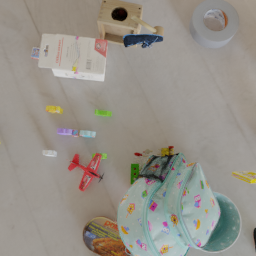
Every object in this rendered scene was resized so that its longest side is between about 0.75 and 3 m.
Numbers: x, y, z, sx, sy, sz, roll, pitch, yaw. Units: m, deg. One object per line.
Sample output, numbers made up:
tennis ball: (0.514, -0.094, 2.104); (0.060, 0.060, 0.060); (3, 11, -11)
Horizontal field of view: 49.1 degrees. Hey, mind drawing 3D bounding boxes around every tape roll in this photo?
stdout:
tape roll: (3.489, -4.252, 11.431); (1.888, 0.624, 1.888); (0, 81, 0)

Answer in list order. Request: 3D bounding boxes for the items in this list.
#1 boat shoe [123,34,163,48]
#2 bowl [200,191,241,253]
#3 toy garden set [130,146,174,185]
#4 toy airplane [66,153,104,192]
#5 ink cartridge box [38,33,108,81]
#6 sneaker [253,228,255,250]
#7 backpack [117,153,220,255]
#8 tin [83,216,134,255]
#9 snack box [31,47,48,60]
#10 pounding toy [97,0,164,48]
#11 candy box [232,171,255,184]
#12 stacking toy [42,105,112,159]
boat shoe: (0.512, -2.924, 9.527); (1.372, 0.577, 0.471); (-2, 98, -3)
bowl: (2.818, 3.215, 9.878); (1.990, 1.041, 1.990); (0, 80, 0)
toy garden set: (0.990, 1.407, 10.577); (1.762, 0.352, 1.469); (2, 82, 1)
toy airplane: (-1.637, 1.559, 10.556); (1.563, 0.288, 1.563); (0, 87, 4)
ink cartridge box: (-2.107, -2.754, 10.950); (2.495, 0.842, 1.453); (6, 80, -5)
sneaker: (4.852, 4.062, 10.103); (0.503, 0.313, 0.938); (-3, 83, -2)
backpack: (1.097, 2.247, 7.551); (2.706, 2.075, 2.379); (-41, 114, -36)
tin: (-0.533, 4.012, 10.057); (2.240, 0.469, 1.254); (25, 85, 4)
snack box: (-3.291, -2.981, 11.439); (1.288, 0.157, 0.463); (9, 80, 2)
pounding toy: (0.190, -4.077, 10.598); (2.481, 2.180, 1.135); (12, 80, 2)
candy box: (3.366, 1.310, 7.525); (1.133, 0.579, 0.150); (5, 102, -35)
stacking toy: (-1.949, 0.169, 10.662); (2.525, 0.593, 1.904); (4, 80, 0)
